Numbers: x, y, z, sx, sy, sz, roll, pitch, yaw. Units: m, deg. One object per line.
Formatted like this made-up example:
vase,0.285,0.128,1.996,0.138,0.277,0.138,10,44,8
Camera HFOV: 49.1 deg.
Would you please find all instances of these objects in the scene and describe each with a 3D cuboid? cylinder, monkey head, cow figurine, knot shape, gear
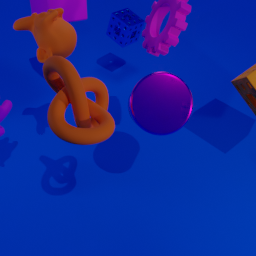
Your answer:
cylinder,0.577,-0.459,5.471,1.129,1.129,1.129,-1,4,-1
monkey head,-1.662,-1.868,5.739,1.152,0.965,1.602,-5,30,11
cow figurine,-2.973,-0.180,5.913,0.640,1.167,1.148,25,80,7
knot shape,-0.643,-0.334,4.071,0.640,1.295,1.384,-30,75,15
gear,0.742,-2.152,5.721,0.244,1.318,1.318,13,40,-28

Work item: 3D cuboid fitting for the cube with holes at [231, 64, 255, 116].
cube with holes,3.668,-1.045,6.825,1.385,1.385,1.385,-36,90,8

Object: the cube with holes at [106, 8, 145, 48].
cube with holes,-0.099,-3.439,9.611,0.827,0.827,0.827,43,51,15

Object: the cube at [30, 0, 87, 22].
cube,-2.053,-3.834,8.159,1.227,1.227,1.227,-24,42,-33
